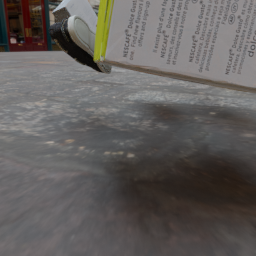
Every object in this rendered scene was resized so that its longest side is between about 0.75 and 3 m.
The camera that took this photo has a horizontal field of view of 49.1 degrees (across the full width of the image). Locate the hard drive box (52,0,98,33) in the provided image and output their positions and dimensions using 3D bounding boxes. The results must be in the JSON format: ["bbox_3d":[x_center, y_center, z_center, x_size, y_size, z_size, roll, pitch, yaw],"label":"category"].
[{"bbox_3d":[-1.295,-2.884,7.647,0.497,1.293,1.008,-6,43,33],"label":"hard drive box"}]

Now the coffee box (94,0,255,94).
[{"bbox_3d":[1.107,-1.988,3.583,2.778,2.809,2.805,8,12,-10],"label":"coffee box"}]

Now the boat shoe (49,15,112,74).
[{"bbox_3d":[-1.018,-1.863,6.684,0.671,0.822,2.225,-4,-9,19],"label":"boat shoe"}]
